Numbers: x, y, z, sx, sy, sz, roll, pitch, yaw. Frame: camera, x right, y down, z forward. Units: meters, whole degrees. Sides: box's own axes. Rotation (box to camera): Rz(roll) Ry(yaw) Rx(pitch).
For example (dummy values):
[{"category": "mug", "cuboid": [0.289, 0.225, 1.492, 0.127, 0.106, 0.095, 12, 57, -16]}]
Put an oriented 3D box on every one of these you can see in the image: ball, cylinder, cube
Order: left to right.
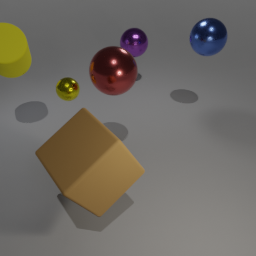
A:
[{"category": "cylinder", "cuboid": [-4.062, -2.572, 9.457, 1.400, 1.400, 1.400, -10, -7, -15]}, {"category": "ball", "cuboid": [-1.775, -1.143, 8.260, 0.700, 0.700, 0.700, 0, 33, 0]}, {"category": "cube", "cuboid": [-0.768, 0.720, 5.891, 1.400, 1.400, 1.400, -44, 50, -7]}, {"category": "ball", "cuboid": [-0.418, -1.635, 8.072, 1.400, 1.400, 1.400, 0, 33, 0]}, {"category": "ball", "cuboid": [0.298, -4.199, 13.802, 1.400, 1.400, 1.400, 0, 33, 0]}, {"category": "ball", "cuboid": [3.052, -3.448, 10.662, 1.400, 1.400, 1.400, 0, 33, 0]}]
